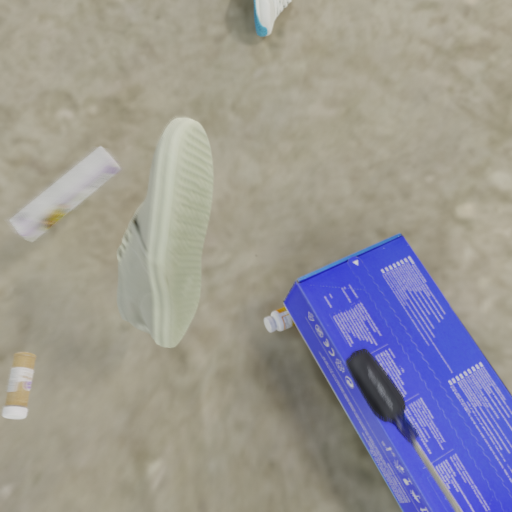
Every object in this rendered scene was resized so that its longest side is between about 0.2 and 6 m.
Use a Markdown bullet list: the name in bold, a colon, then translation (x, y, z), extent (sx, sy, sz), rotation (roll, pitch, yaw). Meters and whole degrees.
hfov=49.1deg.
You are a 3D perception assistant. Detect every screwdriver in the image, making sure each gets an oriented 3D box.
- **screwdriver**: translation (1.450, 1.698, 4.742), extent (0.307, 0.294, 2.109), rotation (-31, 80, -34)

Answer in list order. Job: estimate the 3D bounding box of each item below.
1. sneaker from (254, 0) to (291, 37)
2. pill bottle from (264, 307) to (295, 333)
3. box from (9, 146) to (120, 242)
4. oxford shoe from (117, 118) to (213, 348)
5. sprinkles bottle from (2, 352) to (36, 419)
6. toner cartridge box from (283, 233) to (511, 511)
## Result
- **sneaker**: translation (0.393, -5.377, 11.353), extent (0.854, 0.809, 2.114), rotation (8, 71, 2)
- **pill bottle**: translation (0.451, 1.014, 9.082), extent (0.615, 0.342, 0.342), rotation (-20, 70, -20)
- **box**: translation (-2.880, -0.929, 8.477), extent (1.777, 0.344, 0.368), rotation (-42, 70, -5)
- **oxford shoe**: translation (-1.153, -0.138, 6.539), extent (0.951, 3.294, 1.239), rotation (24, 46, 10)
- **sprinkles bottle**: translation (-3.135, 1.715, 7.422), extent (0.287, 0.287, 0.841), rotation (-1, 63, 0)
- **toner cartridge box**: translation (2.383, 1.961, 8.272), extent (2.071, 0.941, 4.360), rotation (-22, 70, -21)
